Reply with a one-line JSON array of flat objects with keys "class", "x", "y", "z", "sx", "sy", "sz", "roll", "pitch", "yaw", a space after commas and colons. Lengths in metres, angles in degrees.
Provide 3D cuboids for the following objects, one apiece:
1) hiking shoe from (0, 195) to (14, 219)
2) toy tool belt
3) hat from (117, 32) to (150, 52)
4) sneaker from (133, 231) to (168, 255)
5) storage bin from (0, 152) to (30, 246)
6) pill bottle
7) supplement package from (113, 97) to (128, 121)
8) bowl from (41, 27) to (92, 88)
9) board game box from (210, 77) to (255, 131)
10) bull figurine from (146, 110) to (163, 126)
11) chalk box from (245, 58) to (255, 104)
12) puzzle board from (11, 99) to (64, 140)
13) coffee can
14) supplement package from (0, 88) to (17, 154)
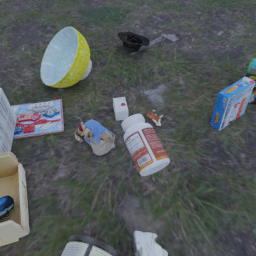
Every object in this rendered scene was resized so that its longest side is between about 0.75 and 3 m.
[{"class": "hiking shoe", "x": -4.147, "y": 2.071, "z": 7.338, "sx": 0.927, "sy": 1.080, "sz": 2.492, "roll": -10, "pitch": -1, "yaw": 34}, {"class": "toy tool belt", "x": -1.216, "y": 0.136, "z": 10.025, "sx": 1.664, "sy": 1.023, "sz": 1.039, "roll": 33, "pitch": 54, "yaw": 28}, {"class": "hat", "x": 0.231, "y": -4.410, "z": 14.670, "sx": 1.745, "sy": 0.704, "sz": 1.745, "roll": 11, "pitch": 37, "yaw": -8}, {"class": "sneaker", "x": 0.640, "y": 3.398, "z": 7.099, "sx": 0.853, "sy": 0.669, "sz": 1.717, "roll": -3, "pitch": 46, "yaw": -8}, {"class": "storage bin", "x": -4.224, "y": 2.139, "z": 7.978, "sx": 2.413, "sy": 1.139, "sz": 2.431, "roll": -13, "pitch": 46, "yaw": -12}, {"class": "pill bottle", "x": 0.397, "y": 0.408, "z": 7.163, "sx": 0.820, "sy": 0.820, "sz": 1.462, "roll": -19, "pitch": 69, "yaw": -18}, {"class": "supplement package", "x": -0.295, "y": -0.778, "z": 11.291, "sx": 0.514, "sy": 0.508, "sz": 0.848, "roll": -7, "pitch": 46, "yaw": -7}, {"class": "bowl", "x": -2.520, "y": -2.916, "z": 12.505, "sx": 1.469, "sy": 2.730, "sz": 2.730, "roll": 20, "pitch": 27, "yaw": -45}, {"class": "board game box", "x": 3.955, "y": -0.911, "z": 10.637, "sx": 1.595, "sy": 1.628, "sz": 0.455, "roll": -29, "pitch": 51, "yaw": -26}, {"class": "bull figurine", "x": 1.093, "y": -0.404, "z": 11.102, "sx": 0.486, "sy": 0.261, "sz": 0.801, "roll": -31, "pitch": 54, "yaw": -29}, {"class": "chalk box", "x": 5.467, "y": -2.070, "z": 11.573, "sx": 1.191, "sy": 1.908, "sz": 1.183, "roll": 19, "pitch": 48, "yaw": 18}, {"class": "puzzle board", "x": -3.901, "y": -0.391, "z": 11.112, "sx": 2.593, "sy": 0.226, "sz": 1.954, "roll": -8, "pitch": 46, "yaw": -8}, {"class": "coffee can", "x": -1.101, "y": 3.681, "z": 6.201, "sx": 1.480, "sy": 1.480, "sz": 2.023, "roll": 14, "pitch": 47, "yaw": 13}, {"class": "supplement package", "x": -4.995, "y": 0.095, "z": 9.374, "sx": 1.731, "sy": 1.719, "sz": 2.281, "roll": -4, "pitch": 54, "yaw": -3}]
